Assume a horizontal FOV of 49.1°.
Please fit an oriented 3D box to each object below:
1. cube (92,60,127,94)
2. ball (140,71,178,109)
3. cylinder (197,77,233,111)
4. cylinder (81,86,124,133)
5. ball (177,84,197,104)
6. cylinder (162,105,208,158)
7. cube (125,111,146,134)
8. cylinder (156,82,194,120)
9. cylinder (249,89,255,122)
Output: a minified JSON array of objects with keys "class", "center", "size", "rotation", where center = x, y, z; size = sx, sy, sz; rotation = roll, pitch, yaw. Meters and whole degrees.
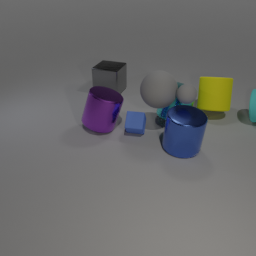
[{"class":"cube","center":[-0.946,-2.611,14.658],"size":[1.400,1.400,1.400],"rotation":[10,32,17]},{"class":"ball","center":[1.149,-1.425,10.421],"size":[1.400,1.400,1.400],"rotation":[0,31,0]},{"class":"cylinder","center":[3.789,-1.496,12.236],"size":[1.400,1.400,1.400],"rotation":[3,10,0]},{"class":"cylinder","center":[-1.028,-0.750,11.212],"size":[1.400,1.400,1.400],"rotation":[16,28,-9]},{"class":"ball","center":[2.047,-1.181,9.750],"size":[0.700,0.700,0.700],"rotation":[0,31,0]},{"class":"cylinder","center":[1.997,0.114,9.971],"size":[1.400,1.400,1.400],"rotation":[2,35,-2]},{"class":"cube","center":[0.305,-0.204,11.035],"size":[0.700,0.700,0.700],"rotation":[6,74,11]},{"class":"cylinder","center":[2.049,-1.103,11.860],"size":[1.400,1.400,1.400],"rotation":[12,24,-5]},{"class":"cylinder","center":[5.855,-0.897,11.500],"size":[1.400,1.400,1.400],"rotation":[5,29,34]}]
